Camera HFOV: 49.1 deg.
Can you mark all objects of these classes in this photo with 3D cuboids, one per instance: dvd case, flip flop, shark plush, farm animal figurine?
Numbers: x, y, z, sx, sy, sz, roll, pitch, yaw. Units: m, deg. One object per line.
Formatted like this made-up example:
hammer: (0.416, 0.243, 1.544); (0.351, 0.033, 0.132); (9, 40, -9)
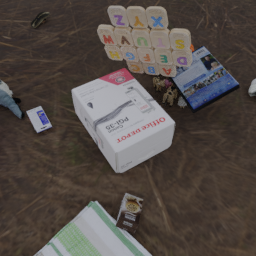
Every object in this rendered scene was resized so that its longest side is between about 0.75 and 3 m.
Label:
dvd case: (2.345, -1.676, 9.316); (1.628, 0.200, 2.281); (-30, 51, 7)
flip flop: (-4.110, -5.073, 13.198); (0.457, 0.325, 1.127); (31, 73, 18)
shark plush: (-4.840, -1.134, 10.020); (2.937, 1.334, 1.223); (34, 78, 0)
farm animal figurine: (1.511, -1.405, 10.019); (1.358, 0.708, 1.343); (9, 52, 7)

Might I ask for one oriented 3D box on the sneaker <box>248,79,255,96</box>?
sneaker: (5.130, -1.150, 9.955); (1.671, 0.628, 0.677); (26, 66, 26)

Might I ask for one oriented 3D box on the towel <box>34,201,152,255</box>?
towel: (-1.139, 3.339, 6.451); (2.199, 0.452, 2.947); (37, 61, 26)

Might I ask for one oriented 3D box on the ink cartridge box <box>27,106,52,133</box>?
ink cartridge box: (-2.984, -0.260, 9.447); (0.523, 0.205, 1.104); (-25, 53, -19)

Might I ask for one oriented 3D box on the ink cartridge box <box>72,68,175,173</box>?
ink cartridge box: (-0.188, -0.342, 8.868); (2.107, 1.191, 2.876); (-26, 56, -19)

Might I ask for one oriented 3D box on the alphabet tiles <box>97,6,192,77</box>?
alphabet tiles: (0.513, -2.544, 8.705); (2.898, 2.835, 0.212); (10, 65, 20)

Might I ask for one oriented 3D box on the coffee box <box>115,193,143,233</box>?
coffee box: (0.049, 2.159, 7.166); (0.511, 0.361, 0.905); (21, 29, -1)

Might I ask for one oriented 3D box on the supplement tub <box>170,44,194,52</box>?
supplement tub: (1.612, -2.799, 10.893); (1.741, 1.067, 1.067); (-4, 52, -3)
